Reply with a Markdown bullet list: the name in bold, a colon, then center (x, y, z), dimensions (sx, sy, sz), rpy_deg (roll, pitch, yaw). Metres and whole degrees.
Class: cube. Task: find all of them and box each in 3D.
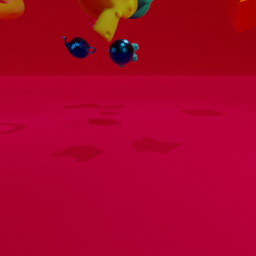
- **cube**: center (3.817, -3.948, 8.724), dimensions (1.182, 1.182, 1.182), rpy_deg (-15, -34, 9)

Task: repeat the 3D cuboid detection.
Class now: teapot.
- **teapot**: center (-1.973, -3.238, 11.087), dimensions (1.453, 0.711, 0.903), rpy_deg (10, 48, -28)
- **teapot**: center (-0.109, -3.270, 6.884), dimensions (0.956, 1.214, 1.953), rpy_deg (-32, 44, -28)

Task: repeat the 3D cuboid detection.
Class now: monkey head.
- **monkey head**: center (-0.395, -1.750, 3.989), dimensions (0.827, 0.987, 1.372), rpy_deg (21, -3, 32)

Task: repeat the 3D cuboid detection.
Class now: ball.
- **ball**: center (-0.228, -2.561, 9.450), dimensions (0.870, 0.870, 0.870), rpy_deg (0, 12, 0)

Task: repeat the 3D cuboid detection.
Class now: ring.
- **ring**: center (-3.012, -2.809, 5.979), dimensions (1.535, 0.307, 1.535), rpy_deg (21, 35, -15)

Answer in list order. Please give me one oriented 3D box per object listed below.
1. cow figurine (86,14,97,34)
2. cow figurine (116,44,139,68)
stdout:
- **cow figurine**: center (-0.809, -4.446, 10.878), dimensions (1.597, 0.891, 1.623), rpy_deg (-31, 0, 0)
- **cow figurine**: center (-0.110, -3.019, 11.583), dimensions (1.015, 1.031, 0.566), rpy_deg (6, -4, 8)
